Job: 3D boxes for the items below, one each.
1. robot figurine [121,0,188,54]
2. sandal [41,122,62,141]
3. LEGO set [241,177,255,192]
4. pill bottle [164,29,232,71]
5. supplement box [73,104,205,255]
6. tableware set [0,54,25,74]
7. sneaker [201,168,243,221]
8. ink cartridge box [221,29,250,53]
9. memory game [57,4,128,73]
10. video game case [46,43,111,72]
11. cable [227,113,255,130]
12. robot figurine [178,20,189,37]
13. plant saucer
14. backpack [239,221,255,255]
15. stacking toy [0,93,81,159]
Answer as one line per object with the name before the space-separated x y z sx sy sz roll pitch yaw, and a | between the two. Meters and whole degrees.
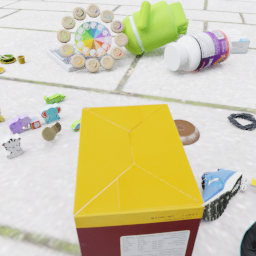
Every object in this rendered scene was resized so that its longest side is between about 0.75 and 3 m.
robot figurine | 0.951 -4.192 11.822 2.956 1.710 2.594 -20 0 11
sandal | -2.099 0.137 7.328 0.341 0.380 1.037 -21 13 17
LEGO set | 2.965 1.362 5.994 1.017 0.379 0.468 25 78 23
pill bottle | 2.666 -2.948 10.808 2.395 1.335 1.335 -18 41 -22
supplement box | 0.043 1.137 4.588 1.488 2.242 2.211 -3 37 -4
tableware set | -5.208 -2.562 11.136 2.173 0.334 1.464 -21 42 -26
sneaker | 1.763 1.324 5.832 0.697 0.614 1.563 19 33 38
ink cartridge box | 4.731 -4.012 12.852 0.992 0.580 1.710 -2 37 -2
memory game | -1.357 -3.473 10.847 2.768 2.768 0.176 -9 -6 -11
video game case | -2.105 -3.119 11.936 2.021 0.260 2.223 -23 42 -28
cable | 3.296 -0.192 8.114 0.850 0.216 0.694 10 43 9
robot figurine | 1.911 -5.110 13.822 2.033 1.176 1.784 15 19 20
plant saucer | 1.441 0.059 7.750 1.116 0.204 1.116 1 37 -1
backpack | 2.502 2.077 4.117 1.202 1.378 1.567 -1 33 -29
stacking toy | -2.603 -0.308 7.912 2.568 0.603 1.936 -23 43 -29
